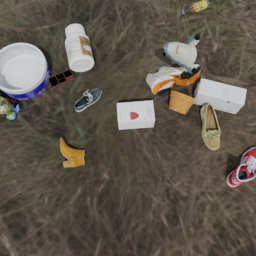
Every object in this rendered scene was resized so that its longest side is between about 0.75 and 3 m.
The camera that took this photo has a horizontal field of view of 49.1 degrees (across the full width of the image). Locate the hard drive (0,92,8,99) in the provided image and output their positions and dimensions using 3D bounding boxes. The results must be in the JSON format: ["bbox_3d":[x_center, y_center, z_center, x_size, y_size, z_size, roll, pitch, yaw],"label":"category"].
[{"bbox_3d":[-5.747,-1.249,11.583,1.269,0.269,0.856,21,73,7],"label":"hard drive"}]

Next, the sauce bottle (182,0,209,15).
[{"bbox_3d":[3.122,-5.569,12.961,1.269,0.410,0.410,-23,73,-5],"label":"sauce bottle"}]

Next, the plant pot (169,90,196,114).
[{"bbox_3d":[2.078,-0.985,11.138,1.018,1.018,0.713,21,97,7],"label":"plant pot"}]

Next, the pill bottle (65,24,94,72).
[{"bbox_3d":[-2.104,-3.422,11.898,1.052,1.052,1.841,-13,72,-4],"label":"pill bottle"}]

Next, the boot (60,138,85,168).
[{"bbox_3d":[-2.125,0.909,10.830,0.881,0.433,1.230,-11,76,-9],"label":"boot"}]

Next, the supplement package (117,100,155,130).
[{"bbox_3d":[0.294,-0.497,11.030,1.415,0.847,0.858,-5,72,-2],"label":"supplement package"}]

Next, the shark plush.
[{"bbox_3d":[1.780,-2.707,9.927,1.147,2.753,1.251,5,109,4],"label":"shark plush"}]

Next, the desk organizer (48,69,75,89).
[{"bbox_3d":[-2.803,-2.056,11.782,1.046,0.403,0.375,-26,74,-8],"label":"desk organizer"}]

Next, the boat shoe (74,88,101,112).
[{"bbox_3d":[-1.662,-1.213,11.492,1.357,0.420,0.508,-36,75,-11],"label":"boat shoe"}]

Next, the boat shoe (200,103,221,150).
[{"bbox_3d":[3.213,-0.043,10.925,0.666,0.570,1.818,-12,83,1],"label":"boat shoe"}]

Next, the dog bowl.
[{"bbox_3d":[-4.414,-2.335,11.618,2.238,0.881,2.238,0,72,0],"label":"dog bowl"}]

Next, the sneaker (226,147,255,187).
[{"bbox_3d":[4.451,1.368,10.293,0.671,1.060,1.885,40,76,12],"label":"sneaker"}]

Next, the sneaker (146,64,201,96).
[{"bbox_3d":[1.863,-2.266,11.628,2.448,0.927,1.126,-21,50,-17],"label":"sneaker"}]

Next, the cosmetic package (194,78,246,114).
[{"bbox_3d":[3.615,-1.261,11.200,1.828,1.032,0.742,13,72,6],"label":"cosmetic package"}]

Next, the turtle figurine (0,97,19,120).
[{"bbox_3d":[-5.277,-0.805,10.622,1.924,1.385,1.865,-42,112,-22],"label":"turtle figurine"}]
